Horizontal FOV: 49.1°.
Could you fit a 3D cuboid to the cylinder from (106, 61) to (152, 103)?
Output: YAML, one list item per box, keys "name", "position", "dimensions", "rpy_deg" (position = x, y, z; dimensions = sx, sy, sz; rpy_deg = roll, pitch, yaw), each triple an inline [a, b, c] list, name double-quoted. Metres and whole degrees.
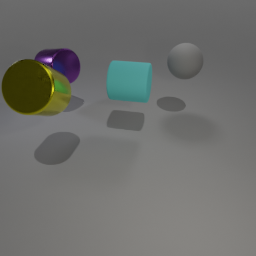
- name: "cylinder"
  position: [0.077, -1.658, 10.035]
  dimensions: [1.400, 1.400, 1.400]
  rpy_deg: [6, 33, 10]

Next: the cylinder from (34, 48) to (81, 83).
- name: "cylinder"
  position: [-2.926, -2.548, 11.550]
  dimensions: [1.400, 1.400, 1.400]
  rpy_deg: [13, 32, 41]

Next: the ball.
- name: "ball"
  position: [2.256, -2.628, 11.063]
  dimensions: [1.400, 1.400, 1.400]
  rpy_deg: [0, 32, 0]

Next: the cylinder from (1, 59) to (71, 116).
- name: "cylinder"
  position: [-2.422, -1.031, 7.621]
  dimensions: [1.400, 1.400, 1.400]
  rpy_deg: [4, 2, 7]
